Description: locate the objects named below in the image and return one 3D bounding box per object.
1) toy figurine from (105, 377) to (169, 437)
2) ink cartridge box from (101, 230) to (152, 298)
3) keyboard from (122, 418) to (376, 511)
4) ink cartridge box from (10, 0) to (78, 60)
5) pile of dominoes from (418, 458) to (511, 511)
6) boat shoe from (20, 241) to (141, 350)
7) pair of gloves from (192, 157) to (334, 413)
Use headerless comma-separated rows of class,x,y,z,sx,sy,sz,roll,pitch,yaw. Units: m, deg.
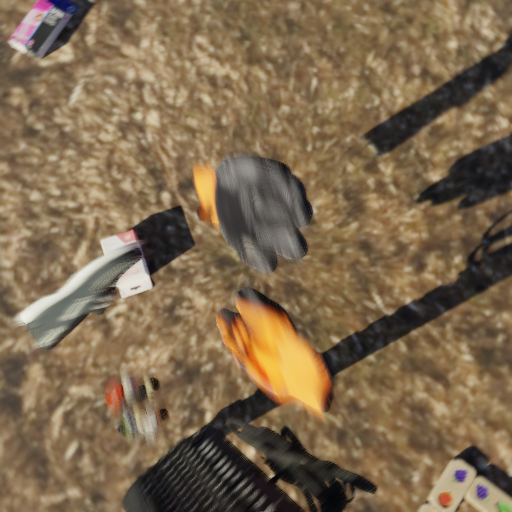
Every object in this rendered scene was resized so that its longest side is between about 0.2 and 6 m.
toy figurine,-1.465,1.884,7.054,0.480,0.690,0.680,-38,61,14
ink cartridge box,-2.302,0.152,9.998,0.617,0.357,1.059,-19,79,-4
keyboard,-0.454,2.950,7.097,2.607,5.008,0.992,-32,101,-19
ink cartridge box,-4.189,-4.590,11.072,0.650,0.255,1.373,29,77,6
pile of dominoes,3.403,5.637,8.722,2.925,0.598,3.753,35,81,7
boat shoe,-2.240,0.538,7.538,2.022,0.764,0.610,-34,88,19
pair of gloves,0.038,0.285,7.144,0.381,2.744,3.080,-13,104,-28
